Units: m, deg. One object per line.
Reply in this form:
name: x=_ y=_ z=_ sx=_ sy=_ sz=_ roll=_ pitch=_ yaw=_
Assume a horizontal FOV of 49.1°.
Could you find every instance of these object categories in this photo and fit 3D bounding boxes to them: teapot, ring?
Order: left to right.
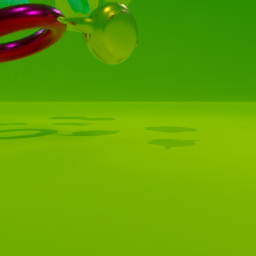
ring: x=-2.002 y=-1.634 z=5.006 sx=1.900 sy=0.380 sz=1.900 roll=-21 pitch=5 yaw=2
teapot: x=-0.412 y=-1.714 z=5.053 sx=1.701 sy=1.057 sz=0.833 roll=2 pitch=15 yaw=-46

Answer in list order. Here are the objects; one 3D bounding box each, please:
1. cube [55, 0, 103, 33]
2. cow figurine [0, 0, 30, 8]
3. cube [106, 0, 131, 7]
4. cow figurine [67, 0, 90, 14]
cube: x=-1.551 y=-3.951 z=9.062 sx=1.304 sy=1.304 sz=1.304 roll=9 pitch=36 yaw=-3
cow figurine: x=-2.961 y=-2.995 z=6.474 sx=1.204 sy=0.672 sz=1.224 roll=-15 pitch=-27 yaw=8
cube: x=-0.220 y=-4.257 z=8.130 sx=0.994 sy=0.994 sz=0.994 roll=30 pitch=-38 yaw=-23
cow figurine: x=-0.973 y=-3.686 z=6.333 sx=1.665 sy=1.639 sz=0.914 roll=-26 pitch=6 yaw=25
